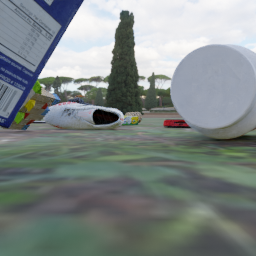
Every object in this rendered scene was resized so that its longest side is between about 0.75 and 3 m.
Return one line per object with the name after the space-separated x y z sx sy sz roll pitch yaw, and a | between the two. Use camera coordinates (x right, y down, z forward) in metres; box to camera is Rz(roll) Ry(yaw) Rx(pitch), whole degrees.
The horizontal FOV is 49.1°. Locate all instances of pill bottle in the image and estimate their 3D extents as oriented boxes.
1.350 -0.464 3.852 1.212 1.212 2.027 1 3 29 | pill bottle

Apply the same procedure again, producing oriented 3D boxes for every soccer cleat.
-1.045 -0.280 6.598 1.933 0.663 0.823 4 -2 -4 | soccer cleat

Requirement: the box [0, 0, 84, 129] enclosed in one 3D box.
-1.012 -1.339 2.265 0.404 2.492 1.509 31 -1 33 | box

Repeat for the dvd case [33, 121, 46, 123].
-3.942 -0.258 12.553 0.867 0.076 0.619 0 2 -4 | dvd case

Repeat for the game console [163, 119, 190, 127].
1.742 -0.098 7.829 1.398 0.217 1.236 1 -3 16 | game console

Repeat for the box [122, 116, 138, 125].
-0.433 -0.268 9.744 1.450 0.351 0.851 1 2 -40 | box

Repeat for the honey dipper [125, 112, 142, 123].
-0.520 -0.306 10.337 2.416 0.459 0.459 -7 6 -38 | honey dipper

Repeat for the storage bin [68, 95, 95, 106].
-1.336 -0.476 8.755 0.918 0.994 1.366 10 -3 -29 | storage bin

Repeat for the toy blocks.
-2.015 -0.409 5.748 1.335 0.667 0.913 -42 -16 12 | toy blocks
